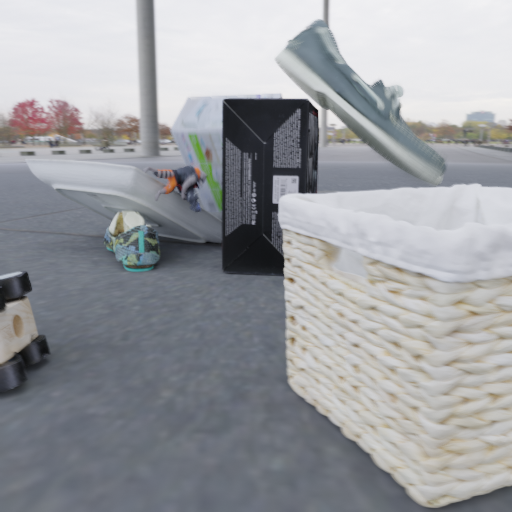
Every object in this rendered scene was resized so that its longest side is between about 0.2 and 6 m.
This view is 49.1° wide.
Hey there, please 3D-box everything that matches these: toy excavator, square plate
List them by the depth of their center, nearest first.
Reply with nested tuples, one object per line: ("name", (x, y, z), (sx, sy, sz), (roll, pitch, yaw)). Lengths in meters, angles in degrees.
("toy excavator", (-2.796, 0.817, 4.571), (1.676, 0.837, 1.629), (-12, 10, 2))
("square plate", (-2.325, -0.945, 10.680), (3.150, 0.448, 3.121), (10, -12, 36))

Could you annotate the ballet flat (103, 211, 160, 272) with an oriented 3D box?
("ballet flat", (-2.148, -0.380, 9.720), (0.915, 0.915, 2.465), (-5, 13, -24))

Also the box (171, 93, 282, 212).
("box", (-0.348, -2.260, 12.894), (2.315, 2.624, 1.269), (2, 52, 20))

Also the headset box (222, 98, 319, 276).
("headset box", (0.373, -1.330, 9.859), (1.361, 2.623, 3.525), (3, 13, 7))

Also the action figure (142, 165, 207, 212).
("action figure", (-1.200, -1.161, 8.983), (0.972, 0.525, 1.004), (-16, 55, -30))

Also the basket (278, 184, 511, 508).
("basket", (1.438, 0.391, 4.041), (2.087, 1.678, 2.068), (-4, 13, -22))

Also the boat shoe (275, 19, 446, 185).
("boat shoe", (1.905, -2.548, 9.246), (3.456, 1.068, 1.258), (41, 6, 6))
